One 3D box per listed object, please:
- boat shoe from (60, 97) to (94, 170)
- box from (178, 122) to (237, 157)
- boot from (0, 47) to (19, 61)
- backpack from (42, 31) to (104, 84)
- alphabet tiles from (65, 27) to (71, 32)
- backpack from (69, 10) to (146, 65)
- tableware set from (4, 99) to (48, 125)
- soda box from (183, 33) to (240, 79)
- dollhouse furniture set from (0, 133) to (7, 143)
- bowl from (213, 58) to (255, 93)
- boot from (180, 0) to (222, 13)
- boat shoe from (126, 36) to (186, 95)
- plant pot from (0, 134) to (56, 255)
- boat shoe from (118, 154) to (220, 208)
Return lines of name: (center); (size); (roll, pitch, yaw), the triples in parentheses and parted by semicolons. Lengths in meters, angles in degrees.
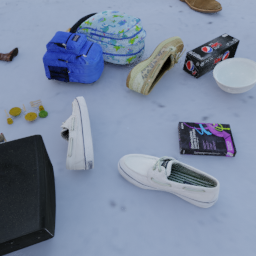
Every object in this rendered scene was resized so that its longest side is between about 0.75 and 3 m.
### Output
boat shoe: (-1.392, 0.090, 7.385); (0.774, 0.848, 2.357); (-5, 55, -11)
box: (2.087, 0.285, 7.542); (1.429, 0.258, 1.022); (1, 46, 3)
boot: (-4.648, -2.787, 10.488); (0.869, 0.279, 0.810); (5, 45, 11)
backpack: (-1.708, -2.259, 9.141); (1.779, 1.493, 1.446); (13, 53, 5)
alphabet tiles: (-1.973, -3.723, 11.497); (1.561, 0.059, 1.875); (13, 48, 12)
backpack: (-0.562, -3.255, 10.051); (2.517, 1.935, 2.053); (37, 51, 13)
tableware set: (-3.005, -0.411, 8.287); (1.160, 0.178, 0.781); (-20, 53, -20)
soda box: (2.956, -2.579, 9.914); (2.160, 0.764, 0.684); (-30, 55, -26)
dollhouse furniture set: (-3.311, 0.755, 6.778); (1.009, 0.707, 0.711); (-28, 52, -24)
bowl: (3.448, -1.559, 8.945); (1.426, 0.641, 1.426); (-8, 48, 9)
boot: (3.356, -6.369, 13.329); (1.064, 1.091, 2.892); (-24, 52, -24)
boat shoe: (1.106, -2.048, 9.351); (0.872, 1.019, 2.781); (35, 65, 23)
plant pot: (-2.322, 1.461, 5.452); (1.876, 1.880, 1.668); (-15, 65, -14)
boat shoe: (0.918, 0.997, 6.470); (2.442, 0.815, 0.898); (16, 48, 14)
